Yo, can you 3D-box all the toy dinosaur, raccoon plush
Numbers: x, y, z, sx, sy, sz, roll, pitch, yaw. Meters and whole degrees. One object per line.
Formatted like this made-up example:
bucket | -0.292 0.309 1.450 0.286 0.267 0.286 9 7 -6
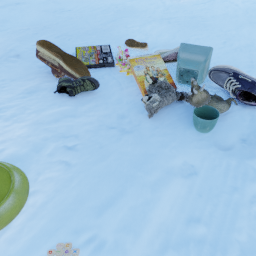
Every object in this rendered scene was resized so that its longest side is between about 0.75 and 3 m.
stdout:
toy dinosaur | 3.043 -0.953 10.437 2.818 1.085 1.441 23 23 -26
raccoon plush | 1.542 -1.032 10.587 2.132 1.032 1.429 0 47 -1

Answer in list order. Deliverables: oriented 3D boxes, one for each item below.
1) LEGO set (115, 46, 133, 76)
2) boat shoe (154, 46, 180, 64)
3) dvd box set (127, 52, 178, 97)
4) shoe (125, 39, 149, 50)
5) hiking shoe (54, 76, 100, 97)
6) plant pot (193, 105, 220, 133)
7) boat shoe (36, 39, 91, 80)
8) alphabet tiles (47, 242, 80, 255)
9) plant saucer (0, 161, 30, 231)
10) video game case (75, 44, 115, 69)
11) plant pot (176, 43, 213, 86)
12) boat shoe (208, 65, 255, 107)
LEGO set | 0.229 -3.141 13.067 1.245 1.008 2.707 -26 46 -29
boat shoe | 2.359 -3.526 13.762 2.205 0.813 0.707 -6 45 -1
dvd box set | 1.017 -2.296 12.003 1.535 0.308 2.098 -13 63 -16
shoe | 0.475 -4.507 15.287 1.482 0.396 0.518 22 87 28
hiking shoe | -2.091 -1.612 11.571 1.865 0.706 0.939 0 47 13
plant pot | 2.675 -0.253 9.763 0.890 0.714 0.890 0 39 0
boat shoe | -3.003 -2.793 12.676 2.971 1.069 1.072 34 36 6
alphabet tiles | -1.477 2.964 6.338 0.747 0.056 0.763 -2 39 -3
plant saucer | -4.090 1.771 7.520 2.718 0.422 2.718 0 40 0
video game case | -1.705 -3.615 14.170 1.849 0.261 2.046 -6 43 -7
plant pot | 2.770 -2.619 12.200 1.440 1.444 1.471 13 49 15
boat shoe | 4.343 -1.758 11.341 2.695 1.006 1.250 26 38 27
